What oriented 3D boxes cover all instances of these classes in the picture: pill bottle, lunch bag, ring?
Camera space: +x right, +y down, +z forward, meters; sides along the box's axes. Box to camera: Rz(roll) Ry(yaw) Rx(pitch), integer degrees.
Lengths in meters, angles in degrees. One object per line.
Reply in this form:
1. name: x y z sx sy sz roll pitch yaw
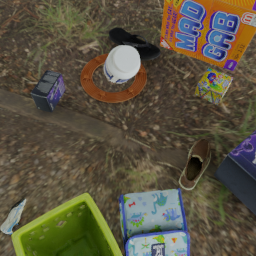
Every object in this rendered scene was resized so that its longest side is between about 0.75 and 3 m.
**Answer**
1. pill bottle: -0.110 -1.169 5.144 0.593 1.069 0.593 0 93 -10
2. lunch bag: 0.638 2.585 7.105 1.608 1.205 1.891 -4 73 -5
3. ring: -0.547 -2.003 10.576 2.517 0.242 2.517 0 58 0

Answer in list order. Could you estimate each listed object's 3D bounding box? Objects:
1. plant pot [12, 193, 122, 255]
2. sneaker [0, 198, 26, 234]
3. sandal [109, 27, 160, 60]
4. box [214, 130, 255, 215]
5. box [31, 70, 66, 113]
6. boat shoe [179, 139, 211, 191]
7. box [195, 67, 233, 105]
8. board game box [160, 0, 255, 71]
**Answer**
1. plant pot: -1.253 2.961 6.461 1.911 1.734 1.901 -26 61 -16
2. sneaker: -3.086 2.408 7.692 0.370 0.373 1.030 -22 33 39
3. sandal: 0.189 -3.468 11.346 2.442 0.523 0.928 32 63 19
4. box: 4.181 1.011 7.911 2.708 1.413 2.004 -35 64 -21
5. box: -2.742 -1.272 9.729 0.609 0.863 1.167 15 59 9
6. boat shoe: 2.094 0.999 8.364 0.667 0.668 1.805 21 59 13
7. box: 3.063 -1.499 10.032 0.941 0.596 0.977 28 62 16
8. board game box: 2.736 -3.876 8.530 2.614 2.614 2.616 23 73 10
